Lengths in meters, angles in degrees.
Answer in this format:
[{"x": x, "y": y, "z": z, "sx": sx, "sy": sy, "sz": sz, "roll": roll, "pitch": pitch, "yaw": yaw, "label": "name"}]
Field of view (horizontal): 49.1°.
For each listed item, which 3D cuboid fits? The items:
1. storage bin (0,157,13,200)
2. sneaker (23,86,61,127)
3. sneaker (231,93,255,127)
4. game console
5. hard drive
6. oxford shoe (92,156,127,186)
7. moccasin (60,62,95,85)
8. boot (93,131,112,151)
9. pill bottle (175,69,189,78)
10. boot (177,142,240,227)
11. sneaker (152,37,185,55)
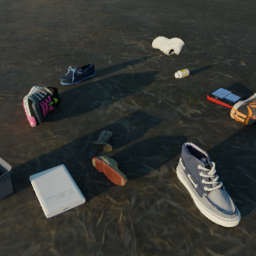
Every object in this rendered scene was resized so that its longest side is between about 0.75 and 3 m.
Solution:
[{"x": -4.064, "y": 1.499, "z": 8.207, "sx": 1.417, "sy": 0.952, "sz": 1.031, "roll": 23, "pitch": 40, "yaw": 32, "label": "storage bin"}, {"x": -3.567, "y": -1.076, "z": 11.978, "sx": 1.291, "sy": 1.089, "sz": 2.951, "roll": -9, "pitch": 29, "yaw": -3, "label": "sneaker"}, {"x": 5.734, "y": -0.726, "z": 11.722, "sx": 2.675, "sy": 1.037, "sz": 1.498, "roll": -28, "pitch": 45, "yaw": -20, "label": "sneaker"}, {"x": 4.728, "y": -1.526, "z": 13.453, "sx": 1.387, "sy": 0.243, "sz": 1.568, "roll": 28, "pitch": 43, "yaw": 36, "label": "game console"}, {"x": -2.142, "y": 1.826, "z": 8.372, "sx": 1.127, "sy": 0.217, "sz": 1.709, "roll": -18, "pitch": 38, "yaw": -26, "label": "hard drive"}, {"x": -0.484, "y": 1.267, "z": 8.938, "sx": 0.581, "sy": 0.547, "sz": 1.553, "roll": -24, "pitch": 40, "yaw": -35, "label": "oxford shoe"}, {"x": -2.787, "y": -3.037, "z": 15.241, "sx": 0.929, "sy": 0.787, "sz": 2.308, "roll": 22, "pitch": 39, "yaw": 29, "label": "moccasin"}, {"x": -0.795, "y": 0.466, "z": 10.414, "sx": 0.832, "sy": 0.332, "sz": 0.915, "roll": 15, "pitch": 29, "yaw": 18, "label": "boot"}, {"x": 2.995, "y": -3.009, "z": 15.558, "sx": 0.767, "sy": 0.400, "sz": 0.400, "roll": -18, "pitch": 38, "yaw": -25, "label": "pill bottle"}, {"x": 2.236, "y": 1.510, "z": 7.994, "sx": 0.932, "sy": 1.158, "sz": 2.563, "roll": -15, "pitch": 36, "yaw": -22, "label": "boot"}, {"x": 1.785, "y": -3.806, "z": 13.059, "sx": 1.664, "sy": 0.725, "sz": 0.620, "roll": 16, "pitch": -7, "yaw": 41, "label": "sneaker"}]
